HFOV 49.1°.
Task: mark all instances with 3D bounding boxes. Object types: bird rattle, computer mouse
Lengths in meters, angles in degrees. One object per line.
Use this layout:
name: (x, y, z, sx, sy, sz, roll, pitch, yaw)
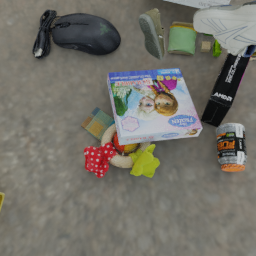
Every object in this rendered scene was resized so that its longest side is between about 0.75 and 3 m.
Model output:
bird rattle: (-0.163, 0.623, 7.812, 2.117, 1.193, 1.726, 5, 60, 15)
computer mouse: (-1.645, -3.079, 9.023, 2.827, 0.745, 1.957, 7, 70, 2)

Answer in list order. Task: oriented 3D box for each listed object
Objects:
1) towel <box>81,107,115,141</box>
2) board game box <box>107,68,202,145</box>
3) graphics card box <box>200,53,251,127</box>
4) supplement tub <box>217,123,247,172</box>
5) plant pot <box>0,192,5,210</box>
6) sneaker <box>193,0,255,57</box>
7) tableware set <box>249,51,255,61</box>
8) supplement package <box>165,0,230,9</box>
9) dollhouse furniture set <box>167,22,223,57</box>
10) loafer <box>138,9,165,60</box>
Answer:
towel: (-0.756, -0.042, 8.327, 1.078, 0.117, 0.790, 36, 75, 13)
board game box: (0.675, -0.693, 7.952, 2.250, 0.463, 2.244, -7, 58, -11)
graphics card box: (2.879, -1.402, 8.014, 0.629, 1.550, 2.471, 24, 72, 13)
supplement tub: (2.877, 0.548, 7.771, 0.760, 0.760, 1.240, 2, 71, 1)
plant pot: (-4.234, 2.139, 6.970, 1.422, 1.390, 1.381, 7, 71, 9)
sneaker: (2.147, -2.007, 5.754, 0.897, 2.408, 1.049, -14, 113, -19)
tableware set: (3.763, -3.023, 9.256, 1.221, 0.278, 1.812, -4, 72, -1)
supplement package: (1.960, -5.119, 8.870, 2.920, 1.619, 2.274, 15, 47, 6)
dollhouse furniture set: (2.185, -3.005, 8.938, 1.707, 0.856, 1.118, 6, 71, 2)
loafer: (0.690, -2.208, 6.694, 0.553, 1.472, 0.513, 38, 80, 26)
